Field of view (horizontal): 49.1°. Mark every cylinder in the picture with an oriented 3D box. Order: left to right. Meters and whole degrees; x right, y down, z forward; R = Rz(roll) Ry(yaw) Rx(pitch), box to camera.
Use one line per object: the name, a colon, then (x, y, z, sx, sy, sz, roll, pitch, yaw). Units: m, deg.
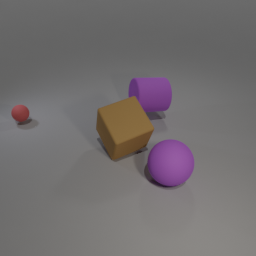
cylinder: (0.882, -1.365, 11.531, 1.400, 1.400, 1.400, -4, 32, -18)

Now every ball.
ball: (-4.410, -0.608, 11.485, 0.700, 0.700, 0.700, 0, 33, 0)
ball: (1.286, 1.042, 8.454, 1.400, 1.400, 1.400, 0, 33, 0)

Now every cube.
cube: (-0.156, 0.021, 9.519, 1.400, 1.400, 1.400, -21, 67, -19)
